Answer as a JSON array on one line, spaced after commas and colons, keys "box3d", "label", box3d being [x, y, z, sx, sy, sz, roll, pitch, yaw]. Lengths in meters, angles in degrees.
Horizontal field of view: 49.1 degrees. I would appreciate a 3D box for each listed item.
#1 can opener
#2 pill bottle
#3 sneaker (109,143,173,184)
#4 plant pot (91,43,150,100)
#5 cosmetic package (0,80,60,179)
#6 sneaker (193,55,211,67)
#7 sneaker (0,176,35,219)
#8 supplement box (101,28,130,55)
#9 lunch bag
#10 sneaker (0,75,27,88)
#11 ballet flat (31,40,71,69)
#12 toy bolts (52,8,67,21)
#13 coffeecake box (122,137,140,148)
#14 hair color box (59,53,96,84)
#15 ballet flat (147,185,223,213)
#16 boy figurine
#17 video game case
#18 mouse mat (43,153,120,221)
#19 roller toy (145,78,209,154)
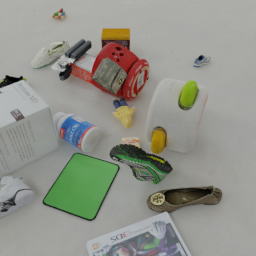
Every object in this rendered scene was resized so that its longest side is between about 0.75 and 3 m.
[{"box3d": [-2.743, -3.448, 13.815, 0.727, 0.918, 2.761, 20, 54, 17], "label": "can opener"}, {"box3d": [-2.021, 0.088, 10.618, 1.843, 1.034, 1.034, 26, 50, 26], "label": "pill bottle"}, {"box3d": [0.362, 1.235, 8.870, 2.269, 0.966, 0.885, 26, 16, -27], "label": "sneaker"}, {"box3d": [-0.273, -2.405, 12.404, 1.965, 2.157, 2.157, 30, 52, 19], "label": "plant pot"}, {"box3d": [-4.167, 0.015, 9.909, 2.547, 2.101, 2.099, -30, 52, -27], "label": "cosmetic package"}, {"box3d": [3.952, -3.610, 14.737, 1.203, 0.512, 0.463, -30, 52, -28], "label": "sneaker"}, {"box3d": [-3.945, 2.176, 8.777, 1.784, 0.670, 1.025, -22, 48, -27], "label": "sneaker"}, {"box3d": [-0.625, -4.332, 14.765, 1.468, 1.488, 0.988, 0, 45, 0], "label": "supplement box"}, {"box3d": [-0.662, -2.015, 10.996, 0.966, 1.178, 0.693, -61, 26, -9], "label": "lunch bag"}, {"box3d": [-5.653, -2.136, 13.012, 1.989, 0.824, 0.713, -4, 45, -4], "label": "sneaker"}, {"box3d": [-4.176, -4.042, 14.968, 0.903, 0.903, 2.518, 32, 53, 28], "label": "ballet flat"}, {"box3d": [-4.575, -7.528, 18.859, 0.871, 0.604, 0.832, -50, 22, -27], "label": "toy bolts"}, {"box3d": [0.114, 0.756, 10.444, 0.655, 0.312, 0.853, -3, 45, -3], "label": "coffeecake box"}, {"box3d": [-2.209, -3.130, 14.103, 2.324, 0.712, 1.180, 30, 52, 26], "label": "hair color box"}, {"box3d": [1.800, 2.164, 8.831, 2.434, 0.564, 0.820, -4, 45, -4], "label": "ballet flat"}, {"box3d": [-0.133, -0.642, 11.724, 0.955, 0.495, 1.536, -18, 48, -8], "label": "boy figurine"}, {"box3d": [0.521, 3.832, 7.308, 2.570, 0.330, 2.827, -16, 47, -15], "label": "video game case"}, {"box3d": [-1.523, 1.878, 9.482, 1.874, 0.088, 2.329, 15, 45, 14], "label": "mouse mat"}, {"box3d": [1.675, -0.442, 10.139, 1.894, 2.710, 2.472, 16, 11, 15], "label": "roller toy"}]
